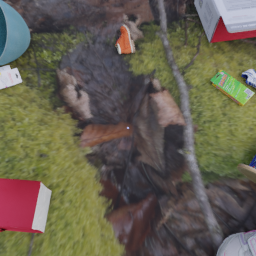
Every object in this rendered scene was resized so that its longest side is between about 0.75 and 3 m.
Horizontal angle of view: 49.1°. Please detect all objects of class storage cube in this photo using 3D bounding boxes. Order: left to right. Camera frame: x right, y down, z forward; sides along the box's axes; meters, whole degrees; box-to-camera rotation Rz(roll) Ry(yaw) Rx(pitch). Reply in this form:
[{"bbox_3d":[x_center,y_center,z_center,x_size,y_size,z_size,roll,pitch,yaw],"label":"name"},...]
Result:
[{"bbox_3d":[-2.550,1.843,6.626,1.100,1.046,1.224,5,65,1],"label":"storage cube"}]

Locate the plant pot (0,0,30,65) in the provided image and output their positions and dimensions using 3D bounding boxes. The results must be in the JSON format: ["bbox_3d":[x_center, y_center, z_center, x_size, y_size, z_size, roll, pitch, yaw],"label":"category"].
[{"bbox_3d":[-3.820,-2.864,8.549,1.981,1.334,1.981,5,102,27],"label":"plant pot"}]

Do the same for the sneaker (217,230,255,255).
[{"bbox_3d":[3.127,2.637,6.218,2.470,1.090,1.005,-21,66,-10],"label":"sneaker"}]

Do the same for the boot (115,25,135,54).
[{"bbox_3d":[-0.176,-2.935,9.281,0.601,0.420,1.121,-14,66,-1],"label":"boot"}]

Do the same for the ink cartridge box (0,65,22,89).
[{"bbox_3d":[-3.760,-1.533,8.468,0.933,0.543,0.315,-20,46,-15],"label":"ink cartridge box"}]

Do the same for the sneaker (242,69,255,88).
[{"bbox_3d":[3.845,-1.392,8.604,0.406,0.347,0.922,-21,57,-1],"label":"sneaker"}]

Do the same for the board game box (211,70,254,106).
[{"bbox_3d":[3.174,-1.241,8.588,0.595,0.187,1.246,-41,74,-18],"label":"board game box"}]

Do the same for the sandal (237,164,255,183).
[{"bbox_3d":[3.924,1.234,6.321,2.914,1.068,0.958,31,83,2],"label":"sandal"}]

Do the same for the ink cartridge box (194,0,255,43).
[{"bbox_3d":[4.063,-3.865,9.230,2.987,1.252,2.622,-8,65,-4],"label":"ink cartridge box"}]

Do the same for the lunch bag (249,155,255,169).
[{"bbox_3d":[4.037,0.843,7.412,1.132,0.707,1.504,35,57,16],"label":"lunch bag"}]
